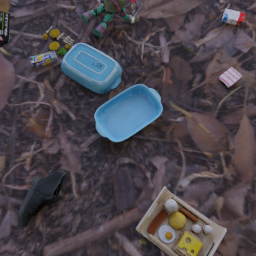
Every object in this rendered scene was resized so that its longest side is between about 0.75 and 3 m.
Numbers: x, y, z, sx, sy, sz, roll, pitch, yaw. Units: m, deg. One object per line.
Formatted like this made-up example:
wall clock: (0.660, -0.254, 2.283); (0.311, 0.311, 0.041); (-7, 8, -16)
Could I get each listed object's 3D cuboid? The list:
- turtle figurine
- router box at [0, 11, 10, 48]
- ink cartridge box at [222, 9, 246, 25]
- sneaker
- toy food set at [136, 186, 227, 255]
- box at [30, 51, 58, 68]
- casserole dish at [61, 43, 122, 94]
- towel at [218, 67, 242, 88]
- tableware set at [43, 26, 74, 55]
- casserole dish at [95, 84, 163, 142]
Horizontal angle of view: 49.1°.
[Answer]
turtle figurine: (-0.663, -5.148, 12.020); (2.513, 1.265, 1.881); (-42, 75, -8)
router box: (-4.041, -3.010, 8.698); (0.361, 1.161, 0.870); (4, 87, -42)
ink cartridge box: (4.661, -4.869, 12.347); (0.893, 0.300, 0.519); (17, 70, 6)
sneaker: (-2.845, 2.372, 9.433); (1.061, 0.611, 2.035); (11, 66, 9)
toy food set: (1.711, 3.267, 9.032); (2.405, 0.726, 1.726); (34, 73, 12)
box: (-3.452, -2.828, 11.538); (1.046, 0.366, 0.336); (-15, 70, -6)
casserole dish: (-1.499, -2.513, 11.350); (2.707, 0.525, 1.640); (32, 73, 11)
towel: (4.162, -2.064, 11.395); (0.827, 0.124, 0.605); (-37, 74, -15)
tableware set: (-3.038, -3.687, 11.959); (1.401, 0.215, 0.944); (35, 75, 13)
casserole dish: (0.030, -0.516, 10.584); (2.716, 0.527, 1.645); (-34, 73, -11)
